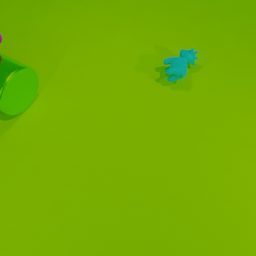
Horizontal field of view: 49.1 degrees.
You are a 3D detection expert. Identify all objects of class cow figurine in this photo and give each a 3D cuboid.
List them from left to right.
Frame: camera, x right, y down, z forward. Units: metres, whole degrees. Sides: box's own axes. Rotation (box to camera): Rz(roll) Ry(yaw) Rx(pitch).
[{"bbox_3d":[1.494,-1.745,7.693,1.004,0.560,1.020,-12,44,7],"label":"cow figurine"}]

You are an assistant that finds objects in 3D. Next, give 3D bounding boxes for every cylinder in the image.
[{"bbox_3d":[-3.181,-1.161,7.057,1.300,1.300,1.300,26,64,14],"label":"cylinder"}]

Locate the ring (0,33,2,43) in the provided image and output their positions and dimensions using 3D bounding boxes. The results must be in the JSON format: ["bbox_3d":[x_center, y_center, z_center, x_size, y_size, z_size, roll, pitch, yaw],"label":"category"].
[{"bbox_3d":[-3.979,-1.703,6.993,2.056,0.411,2.056,-31,30,20],"label":"ring"}]
